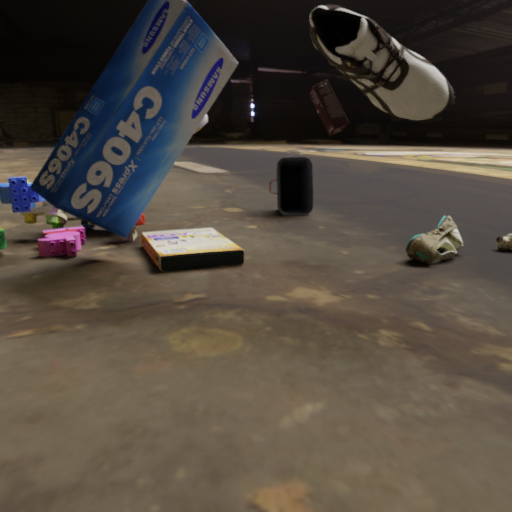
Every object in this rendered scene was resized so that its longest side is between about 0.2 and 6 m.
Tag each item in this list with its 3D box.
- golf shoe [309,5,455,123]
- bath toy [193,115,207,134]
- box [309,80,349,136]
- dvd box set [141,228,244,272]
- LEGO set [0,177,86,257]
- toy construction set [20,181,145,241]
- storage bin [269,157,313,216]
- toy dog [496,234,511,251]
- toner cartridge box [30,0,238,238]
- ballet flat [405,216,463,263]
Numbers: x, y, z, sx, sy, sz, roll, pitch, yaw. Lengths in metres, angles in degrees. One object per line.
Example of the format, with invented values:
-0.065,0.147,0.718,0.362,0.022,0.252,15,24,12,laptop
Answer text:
1.866,-3.002,8.804,2.692,1.047,1.272,36,18,11,golf shoe
-2.114,-3.150,14.012,2.210,0.817,0.961,-20,26,49,bath toy
1.591,-3.247,12.337,0.401,1.069,0.535,-29,-1,-6,box
-1.394,-0.172,11.750,1.689,0.339,2.308,-5,15,-20,dvd box set
-5.529,-0.644,11.038,4.307,1.643,1.768,-8,16,-25,LEGO set
-3.998,-1.174,13.492,3.051,1.405,2.000,10,-8,9,toy construction set
0.970,-2.031,16.688,1.221,1.678,1.127,-2,3,-9,storage bin
5.512,-0.304,12.196,0.566,0.395,0.549,-5,3,-16,toy dog
-2.228,-2.563,10.715,0.923,4.275,2.031,34,2,28,toner cartridge box
3.860,-0.260,11.722,0.787,0.709,2.091,34,34,25,ballet flat
